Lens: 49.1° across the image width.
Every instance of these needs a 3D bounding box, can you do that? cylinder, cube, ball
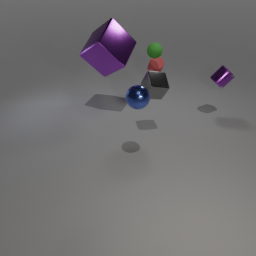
[{"bbox_3d":[3.851,-2.081,11.450,0.700,0.700,0.700,39,20,-17],"label":"cylinder"},{"bbox_3d":[0.935,-1.486,9.802,0.700,0.700,0.700,2,60,-20],"label":"cube"},{"bbox_3d":[1.367,-3.073,13.804,0.700,0.700,0.700,-5,-14,-9],"label":"cylinder"},{"bbox_3d":[-0.782,-3.136,11.080,1.400,1.400,1.400,-13,47,50],"label":"cube"},{"bbox_3d":[1.199,-3.471,12.563,0.700,0.700,0.700,0,29,0],"label":"ball"},{"bbox_3d":[0.283,-0.877,7.987,0.700,0.700,0.700,0,29,0],"label":"ball"}]
